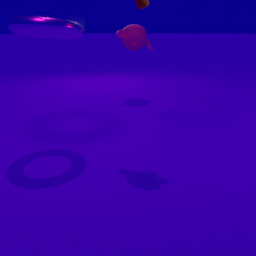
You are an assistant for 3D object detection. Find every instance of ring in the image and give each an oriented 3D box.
[{"bbox_3d":[-1.761,-2.153,6.076,1.561,0.312,1.561,3,13,-1],"label":"ring"}]

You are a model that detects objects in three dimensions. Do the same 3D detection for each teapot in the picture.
[{"bbox_3d":[0.273,-3.334,10.567,1.607,0.787,0.999,11,-31,-27],"label":"teapot"}]

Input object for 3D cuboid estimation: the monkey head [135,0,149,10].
[{"bbox_3d":[0.165,-2.904,5.788,1.043,0.750,0.628,-21,45,20],"label":"monkey head"}]
